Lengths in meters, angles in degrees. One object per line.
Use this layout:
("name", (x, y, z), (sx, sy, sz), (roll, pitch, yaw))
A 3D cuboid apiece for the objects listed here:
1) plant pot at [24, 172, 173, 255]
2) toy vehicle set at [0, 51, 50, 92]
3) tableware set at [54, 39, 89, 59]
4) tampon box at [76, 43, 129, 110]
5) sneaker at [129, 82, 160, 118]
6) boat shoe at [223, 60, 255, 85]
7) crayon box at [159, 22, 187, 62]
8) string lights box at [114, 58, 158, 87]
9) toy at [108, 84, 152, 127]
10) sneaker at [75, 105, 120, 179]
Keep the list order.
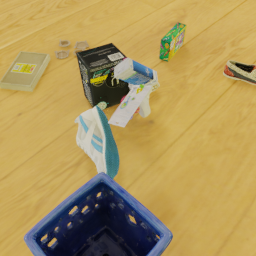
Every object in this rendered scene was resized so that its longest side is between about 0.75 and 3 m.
("plant pot", (-0.698, 3.229, 7.416), (2.624, 2.359, 2.624), (37, 59, 26))
("toy vehicle set", (-4.981, -2.815, 13.671), (1.564, 0.334, 2.517), (8, 51, 6))
("tableware set", (-2.985, -4.223, 14.908), (1.833, 0.213, 1.531), (-2, 51, -1))
("tampon box", (-0.999, -2.107, 11.807), (1.667, 2.225, 1.404), (-22, 48, -17))
("sneaker", (0.804, -1.636, 12.316), (1.497, 0.955, 2.591), (-17, 52, -10))
("boat shoe", (5.809, -2.641, 13.265), (2.433, 0.761, 0.866), (15, 50, 10))
("crayon box", (2.329, -4.462, 14.497), (0.565, 1.151, 1.939), (25, 54, 19))
("string lights box", (0.325, -2.095, 10.955), (1.622, 0.833, 0.478), (14, 62, -43))
("toy", (0.132, -0.648, 8.718), (0.899, 0.369, 1.562), (14, 69, 53))
("sneaker", (-1.133, 0.633, 10.093), (1.168, 1.106, 2.892), (-25, 58, 13))
